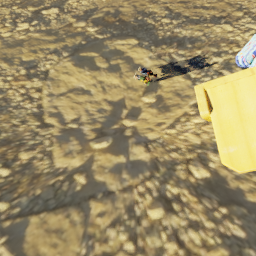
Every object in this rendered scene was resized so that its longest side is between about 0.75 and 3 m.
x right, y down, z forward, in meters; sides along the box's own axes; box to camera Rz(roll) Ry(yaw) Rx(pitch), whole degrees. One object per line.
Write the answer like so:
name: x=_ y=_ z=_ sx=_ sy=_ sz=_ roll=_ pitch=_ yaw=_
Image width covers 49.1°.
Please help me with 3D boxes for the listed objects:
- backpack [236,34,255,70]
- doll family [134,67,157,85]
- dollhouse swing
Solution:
backpack: x=4.016 y=-2.034 z=7.802 sx=1.144 sy=1.553 sz=1.701 roll=39 pitch=16 yaw=-7
doll family: x=0.573 y=-1.612 z=8.617 sx=0.563 sy=0.382 sz=0.974 roll=17 pitch=48 yaw=12
dollhouse swing: x=2.984 y=-0.243 z=6.230 sx=2.366 sy=2.150 sz=2.080 roll=-17 pitch=81 yaw=21
